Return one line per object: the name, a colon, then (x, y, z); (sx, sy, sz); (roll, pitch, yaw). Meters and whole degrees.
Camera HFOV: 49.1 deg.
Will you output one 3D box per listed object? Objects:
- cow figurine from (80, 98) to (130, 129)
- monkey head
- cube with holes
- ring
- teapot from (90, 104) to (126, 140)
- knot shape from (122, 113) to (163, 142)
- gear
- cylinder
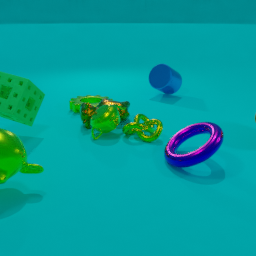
cow figurine: (-0.715, -0.476, 8.682); (1.499, 0.823, 1.475); (7, 20, 13)
monkey head: (-2.507, 0.610, 5.341); (1.682, 1.210, 1.014); (36, 46, 5)
cube with holes: (-3.024, -0.762, 7.452); (0.995, 0.995, 0.995); (16, -13, 13)
ring: (1.493, 0.363, 6.466); (1.452, 0.290, 1.452); (-29, 22, 13)
teapot: (-0.565, -0.248, 7.918); (0.886, 0.698, 1.425); (5, 50, 53)
knot shape: (0.496, 0.002, 7.812); (1.062, 0.525, 1.135); (21, 30, 40)
gear: (-1.323, -0.875, 10.162); (1.557, 0.288, 1.557); (1, 21, 0)
cylinder: (1.531, -1.976, 11.427); (1.040, 1.040, 1.040); (17, 3, 35)
